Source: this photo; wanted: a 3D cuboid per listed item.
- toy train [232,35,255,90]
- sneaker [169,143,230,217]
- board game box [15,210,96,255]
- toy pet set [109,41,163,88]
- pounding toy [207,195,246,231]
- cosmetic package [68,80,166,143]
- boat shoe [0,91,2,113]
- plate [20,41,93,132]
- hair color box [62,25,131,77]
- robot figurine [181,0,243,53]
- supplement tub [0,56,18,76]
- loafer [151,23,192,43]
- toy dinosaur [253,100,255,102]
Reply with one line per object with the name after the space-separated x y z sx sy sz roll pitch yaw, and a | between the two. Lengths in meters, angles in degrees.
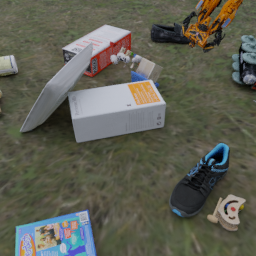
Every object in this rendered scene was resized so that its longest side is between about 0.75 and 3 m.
4.995 -2.520 10.726 1.696 1.269 2.977 17 44 5 | toy train
1.743 1.173 6.755 0.811 0.907 2.215 29 50 28 | sneaker
-1.480 2.433 5.757 1.555 0.350 1.183 -10 43 -11 | board game box
0.295 -2.135 10.496 1.951 1.110 2.090 34 16 28 | toy pet set
2.288 1.857 6.234 1.003 0.575 0.574 -31 46 -30 | pounding toy
-0.367 -0.567 8.645 2.740 0.976 1.389 -11 43 -11 | cosmetic package
-4.658 -1.094 9.465 0.819 0.771 2.152 -20 44 -38 | boat shoe
-2.067 -1.151 8.545 0.417 2.573 2.578 39 45 -10 | plate
-1.218 -3.336 11.799 1.471 0.888 2.898 24 46 24 | hair color box
1.913 -2.547 6.583 1.070 1.476 0.430 39 16 13 | robot figurine
-4.870 -2.407 10.904 0.967 0.701 0.701 -13 43 -15 | supplement tub
2.262 -4.486 13.118 2.397 0.842 0.814 2 42 2 | loafer
4.492 -0.156 8.454 1.011 0.761 1.977 -20 41 39 | toy dinosaur
